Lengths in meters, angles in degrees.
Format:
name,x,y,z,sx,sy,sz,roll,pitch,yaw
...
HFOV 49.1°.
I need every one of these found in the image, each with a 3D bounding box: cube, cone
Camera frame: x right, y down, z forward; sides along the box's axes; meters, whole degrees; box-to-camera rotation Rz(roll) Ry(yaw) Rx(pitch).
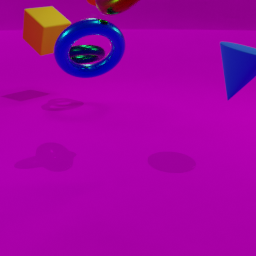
name,x,y,z,sx,sy,sz,roll,pitch,yaw
cube,-3.047,-3.634,10.463,1.209,1.209,1.209,44,46,19
cone,2.057,-0.977,5.265,1.009,1.013,1.009,10,27,-5

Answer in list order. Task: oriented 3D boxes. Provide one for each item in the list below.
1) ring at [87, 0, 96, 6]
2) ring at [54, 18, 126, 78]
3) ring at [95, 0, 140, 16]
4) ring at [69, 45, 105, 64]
name,x,y,z,sx,sy,sz,roll,pitch,yaw
ring,-0.736,-4.222,8.896,1.207,0.241,1.207,-6,47,6
ring,-0.687,-1.417,5.151,1.327,1.327,0.265,-8,59,-20
ring,0.037,-2.578,4.710,0.311,1.555,1.555,33,-2,-39
ring,-1.536,-2.465,9.454,1.554,0.311,1.554,-7,1,0
